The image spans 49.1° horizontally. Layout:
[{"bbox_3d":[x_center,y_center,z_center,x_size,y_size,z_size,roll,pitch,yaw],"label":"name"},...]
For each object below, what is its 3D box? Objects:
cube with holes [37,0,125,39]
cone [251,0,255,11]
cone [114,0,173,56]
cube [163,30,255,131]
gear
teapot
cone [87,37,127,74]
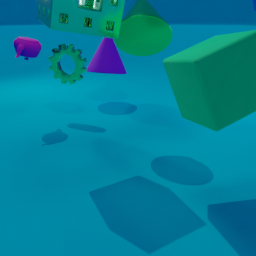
[{"bbox_3d":[-0.869,-2.440,5.079,1.240,1.240,1.240,-1,27,-28],"label":"cube with holes"},{"bbox_3d":[4.323,-4.171,9.169,1.019,1.019,1.023,3,-15,7],"label":"cone"},{"bbox_3d":[0.342,-2.650,6.595,1.338,1.338,1.343,1,67,0],"label":"cone"},{"bbox_3d":[1.440,-0.791,4.567,1.139,1.139,1.139,-26,19,-9],"label":"cube"},{"bbox_3d":[-1.868,-1.963,8.649,1.215,1.215,0.225,7,22,16],"label":"gear"},{"bbox_3d":[-2.875,-2.231,7.950,0.756,0.595,1.215,15,21,2],"label":"teapot"},{"bbox_3d":[-0.751,-2.819,10.277,1.528,1.534,1.528,4,14,-1],"label":"cone"}]
